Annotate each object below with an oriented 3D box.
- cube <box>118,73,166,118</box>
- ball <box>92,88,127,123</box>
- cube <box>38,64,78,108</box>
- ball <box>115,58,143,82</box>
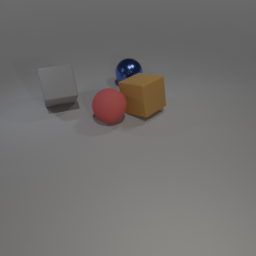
[{"bbox_3d":[0.636,-1.450,12.030,1.400,1.400,1.400,16,36,41],"label":"cube"},{"bbox_3d":[-0.759,-0.920,11.375,1.400,1.400,1.400,0,33,0],"label":"ball"},{"bbox_3d":[-3.055,-1.810,12.289,1.400,1.400,1.400,-11,-5,-16],"label":"cube"},{"bbox_3d":[0.049,-2.866,14.380,1.400,1.400,1.400,0,33,0],"label":"ball"}]
